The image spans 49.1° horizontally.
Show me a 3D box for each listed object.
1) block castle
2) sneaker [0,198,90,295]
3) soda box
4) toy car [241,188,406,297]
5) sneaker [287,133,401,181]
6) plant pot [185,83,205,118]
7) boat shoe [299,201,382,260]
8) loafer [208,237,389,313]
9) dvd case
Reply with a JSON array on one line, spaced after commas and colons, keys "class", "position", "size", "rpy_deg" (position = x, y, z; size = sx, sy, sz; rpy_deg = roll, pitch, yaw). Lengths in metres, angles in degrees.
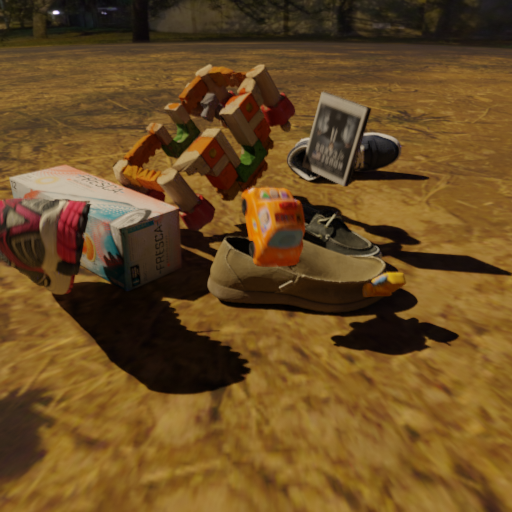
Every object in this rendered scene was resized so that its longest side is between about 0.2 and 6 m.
[{"class": "block castle", "position": [-0.936, -2.159, 11.216], "size": [2.290, 1.608, 3.427], "rpy_deg": [17, 64, 44]}, {"class": "sneaker", "position": [-3.179, -0.236, 8.263], "size": [1.185, 1.279, 3.172], "rpy_deg": [11, -16, -18]}, {"class": "soda box", "position": [-3.176, -0.690, 10.820], "size": [3.897, 1.239, 1.333], "rpy_deg": [21, 33, 37]}, {"class": "toy car", "position": [1.066, -0.314, 8.180], "size": [2.624, 0.873, 1.287], "rpy_deg": [15, 64, -16]}, {"class": "sneaker", "position": [2.258, -2.610, 14.838], "size": [2.961, 1.038, 1.606], "rpy_deg": [3, 21, 21]}, {"class": "plant pot", "position": [-1.352, -3.659, 12.879], "size": [0.697, 0.697, 0.638], "rpy_deg": [-9, 50, -17]}, {"class": "boat shoe", "position": [1.258, -0.468, 10.735], "size": [2.556, 0.906, 0.921], "rpy_deg": [23, 34, 38]}, {"class": "loafer", "position": [0.727, 0.220, 9.206], "size": [3.077, 1.038, 1.170], "rpy_deg": [-1, 27, -2]}, {"class": "dvd case", "position": [1.416, -2.092, 10.045], "size": [0.175, 1.412, 1.061], "rpy_deg": [-11, 34, -44]}]
